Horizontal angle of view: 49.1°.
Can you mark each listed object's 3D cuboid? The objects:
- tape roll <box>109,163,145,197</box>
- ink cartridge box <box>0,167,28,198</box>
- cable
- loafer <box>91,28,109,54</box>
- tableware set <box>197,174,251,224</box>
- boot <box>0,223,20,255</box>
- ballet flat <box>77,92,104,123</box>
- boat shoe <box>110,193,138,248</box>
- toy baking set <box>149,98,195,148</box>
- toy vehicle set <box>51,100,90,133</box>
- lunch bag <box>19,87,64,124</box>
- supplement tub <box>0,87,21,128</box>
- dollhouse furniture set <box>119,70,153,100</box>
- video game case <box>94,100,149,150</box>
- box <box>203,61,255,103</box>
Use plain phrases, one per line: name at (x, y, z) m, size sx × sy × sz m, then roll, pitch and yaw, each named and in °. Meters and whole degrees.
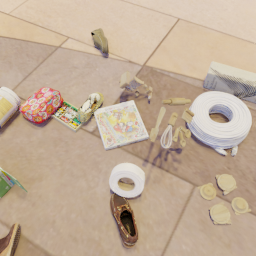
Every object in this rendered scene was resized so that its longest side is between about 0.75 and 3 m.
tape roll at (-0.019, 1.722, 9.210) m, size 1.166 × 1.166 × 0.408 m, roll 9°, pitch 30°, yaw 6°
ink cartridge box at (-4.655, 1.615, 9.466) m, size 2.390 × 1.241 × 0.709 m, roll 29°, pitch 60°, yaw 18°
cable at (3.553, -0.364, 11.037) m, size 2.450 × 0.848 × 2.450 m, roll 28°, pitch 60°, yaw 18°
loafer at (-1.387, -4.237, 13.804) m, size 0.636 × 0.718 × 1.887 m, roll -14°, pitch 47°, yaw -8°
tableware set at (3.261, 2.404, 9.571) m, size 1.426 × 0.198 × 1.707 m, roll -16°, pitch 57°, yaw -10°
boot at (-4.060, 3.573, 8.567) m, size 1.202 × 0.523 × 1.445 m, roll 7°, pitch 59°, yaw 3°
ballet flat at (-1.516, -1.011, 11.493) m, size 0.663 × 0.663 × 1.876 m, roll 19°, pitch 50°, yaw 12°
boat shoe at (-0.101, 2.775, 8.882) m, size 0.663 × 0.662 × 1.882 m, roll -10°, pitch 45°, yaw -19°
toy baking set at (1.499, -0.179, 8.929) m, size 2.115 × 0.246 × 1.623 m, roll 0°, pitch 89°, yaw -41°
toy vehicle set at (-2.389, -0.498, 11.533) m, size 1.442 × 0.191 × 0.896 m, roll 31°, pitch 61°, yaw 19°
lunch bag at (-3.621, -0.993, 11.506) m, size 1.420 × 0.661 × 1.613 m, roll 20°, pitch 57°, yaw 32°
supplement tub at (-5.166, -0.762, 11.139) m, size 1.139 × 1.139 × 1.567 m, roll 22°, pitch 59°, yaw 15°
dollhouse furniture set at (0.261, -1.616, 11.605) m, size 1.455 × 0.754 × 0.644 m, roll 28°, pitch 54°, yaw -32°
video game case at (-0.317, -0.162, 11.284) m, size 1.773 × 0.223 × 1.948 m, roll -15°, pitch 57°, yaw -9°
box at (4.598, -1.967, 12.059) m, size 2.428 × 0.997 × 0.830 m, roll 19°, pitch 58°, yaw 14°
